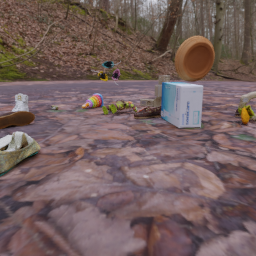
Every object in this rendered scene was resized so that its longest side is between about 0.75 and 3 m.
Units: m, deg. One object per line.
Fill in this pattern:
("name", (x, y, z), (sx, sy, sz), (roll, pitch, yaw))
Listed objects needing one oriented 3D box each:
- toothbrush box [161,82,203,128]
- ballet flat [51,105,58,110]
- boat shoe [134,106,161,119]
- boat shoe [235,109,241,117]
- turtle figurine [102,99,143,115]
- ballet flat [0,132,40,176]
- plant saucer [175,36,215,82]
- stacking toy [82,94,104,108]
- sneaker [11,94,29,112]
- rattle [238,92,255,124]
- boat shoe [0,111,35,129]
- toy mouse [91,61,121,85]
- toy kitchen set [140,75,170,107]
("toothbrush box", (2.305, -1.093, 12.383), (1.024, 1.757, 2.400), (-2, 12, -10))
("ballet flat", (-4.305, -1.183, 16.396), (0.266, 0.266, 0.753), (-9, 16, -35))
("boat shoe", (1.017, -0.787, 13.785), (1.634, 0.575, 0.575), (-8, 16, -27))
("boat shoe", (5.766, -0.836, 14.434), (0.385, 0.384, 1.093), (4, 12, 26))
("turtle figurine", (-0.344, -1.154, 15.000), (2.303, 0.742, 1.857), (9, 15, 34))
("ballet flat", (-2.970, 0.517, 7.364), (0.850, 0.850, 2.406), (1, 12, 6))
("plant saucer", (2.952, -2.927, 12.076), (1.974, 1.974, 0.369), (-5, 25, -21))
("stacking toy", (-2.241, -1.503, 16.974), (0.854, 0.807, 1.471), (13, 30, 37))
("sneaker", (-5.360, -1.064, 13.620), (0.757, 1.188, 2.056), (0, 14, -6))
("rattle", (6.124, -0.842, 12.365), (2.201, 1.433, 1.573), (7, 10, 12))
("boat shoe", (-4.904, -0.393, 11.766), (1.851, 0.652, 0.651), (-11, 20, -41))
("toy mouse", (-0.428, -1.474, 7.269), (0.795, 0.706, 0.154), (42, -5, 7))
("toy kitchen set", (1.490, -2.243, 17.154), (1.736, 1.924, 1.570), (8, 14, 33))
